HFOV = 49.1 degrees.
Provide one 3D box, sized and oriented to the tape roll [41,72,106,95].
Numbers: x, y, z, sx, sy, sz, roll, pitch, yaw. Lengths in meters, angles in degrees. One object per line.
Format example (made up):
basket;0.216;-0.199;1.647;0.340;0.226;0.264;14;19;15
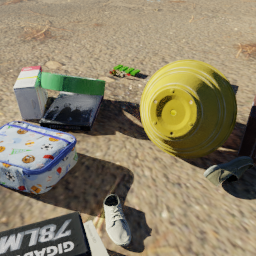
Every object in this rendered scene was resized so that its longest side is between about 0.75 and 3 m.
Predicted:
tape roll;-2.036;-1.671;10.551;2.366;0.569;2.366;8;9;-1

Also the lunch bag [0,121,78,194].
lunch bag;-2.940;0.686;8.119;2.713;1.025;2.174;15;36;19

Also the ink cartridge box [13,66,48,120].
ink cartridge box;-3.683;-1.379;10.765;0.786;1.368;1.884;-6;35;-5

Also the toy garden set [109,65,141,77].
toy garden set;-0.196;-2.715;13.745;1.263;0.252;1.053;22;38;27

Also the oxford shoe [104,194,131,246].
oxford shoe;-0.288;2.110;6.566;0.518;0.398;1.377;-7;37;-15

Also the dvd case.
dvd case;-2.055;-0.734;10.781;1.857;0.306;2.471;4;34;6

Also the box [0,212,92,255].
box;-1.819;2.593;3.697;2.858;2.836;0.710;-11;35;-16

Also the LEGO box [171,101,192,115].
LEGO box;2.216;-0.451;9.941;2.014;0.777;1.500;24;41;30

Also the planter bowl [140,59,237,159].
planter bowl;1.431;-0.466;7.864;2.956;2.956;1.231;19;15;25

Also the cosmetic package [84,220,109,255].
cosmetic package;-1.403;2.728;5.218;2.033;0.887;1.051;-18;38;-24

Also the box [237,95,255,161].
box;4.522;0.138;8.420;1.857;1.525;1.540;17;38;23

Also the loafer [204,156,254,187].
loafer;2.861;1.245;7.747;1.631;0.613;0.568;-13;59;-21
